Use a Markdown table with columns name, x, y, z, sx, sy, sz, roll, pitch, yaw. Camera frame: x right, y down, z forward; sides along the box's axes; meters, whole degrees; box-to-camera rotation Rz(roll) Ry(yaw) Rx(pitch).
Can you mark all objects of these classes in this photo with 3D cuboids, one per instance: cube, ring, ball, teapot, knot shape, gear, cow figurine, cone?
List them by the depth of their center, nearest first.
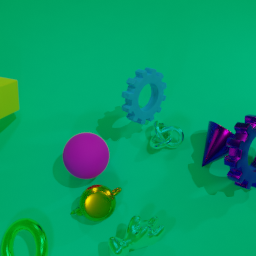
| name | x | y | z | sx | sy | sz | roll | pitch | yaw |
| --- | --- | --- | --- | --- | --- | --- | --- | --- | --- |
| ring | -2.508 | 2.906 | 6.761 | 1.413 | 0.283 | 1.413 | -6 | 77 | 25 |
| cow figurine | 0.164 | 2.779 | 6.910 | 1.305 | 1.284 | 0.716 | 13 | 21 | -37 |
| teapot | -0.844 | 1.964 | 7.392 | 1.532 | 0.750 | 0.953 | -27 | 93 | -6 |
| gear | 3.360 | 0.635 | 7.533 | 1.972 | 1.972 | 0.365 | -43 | 30 | -21 |
| ball | -1.144 | 0.757 | 7.672 | 1.266 | 1.266 | 1.266 | 0 | 60 | 0 |
| gear | 0.487 | -0.905 | 7.999 | 0.292 | 1.578 | 1.578 | 25 | 60 | 41 |
| cone | 2.538 | 0.643 | 8.224 | 1.237 | 1.237 | 1.242 | 37 | 93 | 19 |
| cube | -3.924 | -0.918 | 8.235 | 0.964 | 0.964 | 0.964 | 12 | 24 | 13 |
| knot shape | 1.075 | 0.276 | 8.479 | 1.059 | 0.489 | 0.991 | 38 | 66 | 20 |
